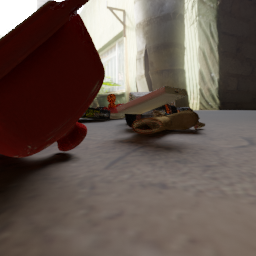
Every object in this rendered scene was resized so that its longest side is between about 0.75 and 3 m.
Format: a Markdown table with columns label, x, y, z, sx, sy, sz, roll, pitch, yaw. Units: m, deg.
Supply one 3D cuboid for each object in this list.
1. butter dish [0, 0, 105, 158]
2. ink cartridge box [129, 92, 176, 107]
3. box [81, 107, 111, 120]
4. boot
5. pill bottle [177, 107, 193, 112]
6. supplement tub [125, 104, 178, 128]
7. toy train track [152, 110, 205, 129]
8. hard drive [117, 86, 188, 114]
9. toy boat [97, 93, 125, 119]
| label | x | y | z | sx | sy | sz | roll | pitch | yaw |
| --- | --- | --- | --- | --- | --- | --- | --- | --- | --- |
| butter dish | -1.487 | -0.449 | 4.587 | 2.790 | 2.062 | 2.782 | -1 | 46 | 52 |
| ink cartridge box | 1.069 | -1.136 | 13.328 | 1.789 | 1.033 | 2.459 | -1 | 12 | -6 |
| box | -2.557 | -0.835 | 15.334 | 2.099 | 0.580 | 2.621 | 6 | 0 | -41 |
| boot | 1.213 | -0.139 | 8.536 | 1.637 | 0.618 | 1.870 | -12 | -1 | 23 |
| pill bottle | 2.736 | -0.687 | 14.200 | 0.722 | 0.722 | 1.359 | 4 | 6 | 41 |
| supplement tub | 0.893 | -0.506 | 10.277 | 1.866 | 0.998 | 0.998 | -2 | 5 | -27 |
| toy train track | 1.759 | -0.224 | 9.739 | 1.920 | 0.312 | 1.101 | 15 | -14 | -11 |
| hard drive | 0.654 | -0.738 | 7.772 | 1.673 | 0.220 | 1.103 | -20 | -12 | 40 |
| toy boat | -0.974 | -1.364 | 17.343 | 1.544 | 1.547 | 2.366 | 3 | 6 | 36 |
